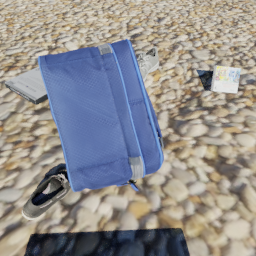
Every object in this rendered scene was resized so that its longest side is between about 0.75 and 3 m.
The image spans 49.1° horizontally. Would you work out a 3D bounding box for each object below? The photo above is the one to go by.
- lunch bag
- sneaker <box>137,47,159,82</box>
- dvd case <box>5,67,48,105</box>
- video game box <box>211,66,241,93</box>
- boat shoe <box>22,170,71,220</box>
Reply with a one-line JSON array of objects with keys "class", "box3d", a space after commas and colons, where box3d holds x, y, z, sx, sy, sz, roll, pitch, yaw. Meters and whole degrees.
[{"class": "lunch bag", "box3d": [-0.385, -0.137, 5.636, 1.959, 2.961, 2.012, -16, -3, -8]}, {"class": "sneaker", "box3d": [0.424, -2.208, 9.695, 0.770, 0.845, 2.061, 20, 42, 21]}, {"class": "dvd case", "box3d": [-2.747, -1.634, 9.496, 1.645, 0.271, 2.188, 27, 48, 29]}, {"class": "video game box", "box3d": [3.015, -1.493, 8.648, 0.841, 0.767, 0.197, 3, 13, -14]}, {"class": "boat shoe", "box3d": [-1.512, 1.245, 5.650, 0.494, 0.421, 1.478, 37, 34, 5]}]
